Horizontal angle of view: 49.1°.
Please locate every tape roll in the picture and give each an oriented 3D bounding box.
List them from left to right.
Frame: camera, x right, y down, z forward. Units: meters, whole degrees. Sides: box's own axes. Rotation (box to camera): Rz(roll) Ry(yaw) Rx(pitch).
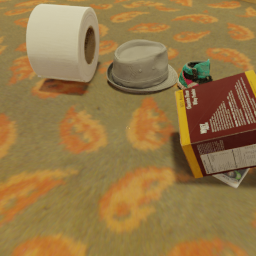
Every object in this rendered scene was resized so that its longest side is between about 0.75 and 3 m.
[{"bbox_3d":[-2.263,-3.109,10.370,1.835,2.673,2.673,7,42,8],"label":"tape roll"}]

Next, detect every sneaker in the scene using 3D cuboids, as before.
[{"bbox_3d":[2.696,-1.676,9.757,0.916,1.323,2.191,-30,53,-28],"label":"sneaker"}]

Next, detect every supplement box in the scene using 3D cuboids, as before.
[{"bbox_3d":[2.433,-0.099,7.143,2.066,1.372,2.037,-15,42,17],"label":"supplement box"}]

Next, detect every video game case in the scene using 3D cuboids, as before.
[{"bbox_3d":[2.738,1.032,7.671,0.993,0.128,1.092,29,50,28],"label":"video game case"}]

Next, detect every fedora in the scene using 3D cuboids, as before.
[{"bbox_3d":[0.557,-2.526,10.721,2.854,1.289,2.524,-9,45,-9],"label":"fedora"}]
